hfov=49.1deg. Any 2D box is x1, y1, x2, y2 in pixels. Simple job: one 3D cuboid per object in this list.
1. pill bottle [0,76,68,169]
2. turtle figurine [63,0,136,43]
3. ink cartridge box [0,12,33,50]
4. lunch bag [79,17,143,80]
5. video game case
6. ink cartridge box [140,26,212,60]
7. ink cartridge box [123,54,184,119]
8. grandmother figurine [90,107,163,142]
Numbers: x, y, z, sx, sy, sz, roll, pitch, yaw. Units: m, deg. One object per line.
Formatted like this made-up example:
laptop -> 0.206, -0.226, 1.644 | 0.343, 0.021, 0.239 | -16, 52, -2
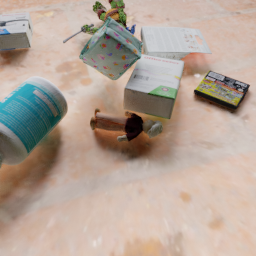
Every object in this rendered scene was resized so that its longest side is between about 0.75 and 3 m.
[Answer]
pill bottle -> -2.982, -0.065, 7.554 | 1.527, 1.527, 2.757 | 20, 50, 18
turtle figurine -> -1.146, -4.991, 11.673 | 2.984, 2.147, 2.893 | 1, 43, -11
ink cartridge box -> -4.790, -4.116, 11.852 | 1.296, 0.755, 1.793 | -7, 47, -7
lunch bag -> -0.612, -2.476, 9.297 | 1.518, 1.782, 1.087 | 29, 51, -26
video game case -> 3.232, -1.336, 9.653 | 1.524, 0.194, 1.377 | 26, 52, 22
ink cartridge box -> 1.858, -3.364, 11.356 | 2.529, 0.598, 2.024 | 0, 46, -7
ink cartridge box -> 0.889, -1.428, 9.188 | 1.565, 0.942, 2.153 | 12, 47, 10
grandmother figurine -> -0.026, -0.084, 8.223 | 2.094, 0.634, 1.270 | 7, 56, 10
